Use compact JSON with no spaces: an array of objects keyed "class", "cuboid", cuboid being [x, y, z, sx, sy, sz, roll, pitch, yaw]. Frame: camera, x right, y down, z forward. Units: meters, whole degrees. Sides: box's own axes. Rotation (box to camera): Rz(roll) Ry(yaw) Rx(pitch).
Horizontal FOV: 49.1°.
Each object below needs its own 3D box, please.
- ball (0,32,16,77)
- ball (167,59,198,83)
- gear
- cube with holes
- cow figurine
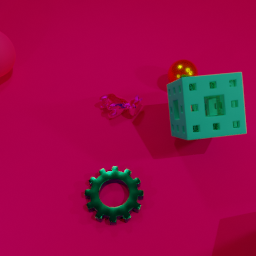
[{"class":"ball","cuboid":[-3.833,-2.059,7.742,1.350,1.350,1.350,0,54,0]},{"class":"ball","cuboid":[1.531,-1.489,7.828,0.846,0.846,0.846,0,54,0]},{"class":"gear","cuboid":[-0.296,1.442,6.053,1.246,0.230,1.246,0,54,0]},{"class":"cube with holes","cuboid":[1.693,-0.470,6.289,1.264,1.264,1.264,-6,93,-5]},{"class":"cow figurine","cuboid":[-0.159,-0.651,7.433,0.969,0.540,0.984,-26,48,-21]}]
